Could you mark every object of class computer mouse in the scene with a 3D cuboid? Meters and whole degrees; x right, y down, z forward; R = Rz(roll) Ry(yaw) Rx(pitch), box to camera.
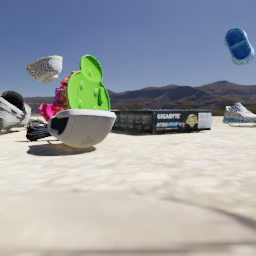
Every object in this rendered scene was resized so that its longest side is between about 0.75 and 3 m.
[{"bbox_3d":[-1.010,0.068,5.018,1.386,0.555,2.528,4,-4,-24],"label":"computer mouse"}]

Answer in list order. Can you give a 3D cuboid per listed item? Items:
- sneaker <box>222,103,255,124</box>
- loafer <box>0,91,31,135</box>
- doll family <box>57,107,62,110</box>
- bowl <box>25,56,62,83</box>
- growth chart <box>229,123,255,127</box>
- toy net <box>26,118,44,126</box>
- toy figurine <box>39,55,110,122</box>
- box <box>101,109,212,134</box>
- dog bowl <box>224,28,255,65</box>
[{"bbox_3d":[6.155,-0.796,15.264,0.997,1.152,2.660,0,4,-25],"label":"sneaker"},{"bbox_3d":[-3.383,-0.558,8.216,1.033,1.031,2.954,31,5,-12],"label":"loafer"},{"bbox_3d":[-3.379,-0.558,15.018,2.179,0.982,1.353,18,-3,4],"label":"doll family"},{"bbox_3d":[-2.403,-1.662,8.311,1.133,0.532,1.133,-21,2,1],"label":"bowl"},{"bbox_3d":[4.919,-0.114,11.791,1.199,0.147,1.656,-1,2,8],"label":"growth chart"},{"bbox_3d":[-3.828,-0.070,9.605,1.839,0.355,0.965,2,-22,-8],"label":"toy net"},{"bbox_3d":[-2.414,-1.180,11.212,2.683,2.915,2.188,-13,-21,36],"label":"toy figurine"},{"bbox_3d":[0.775,-0.249,8.999,2.342,0.678,2.946,-2,4,-35],"label":"box"},{"bbox_3d":[4.274,-3.198,10.851,0.863,1.548,0.384,-24,-18,25],"label":"dog bowl"}]
